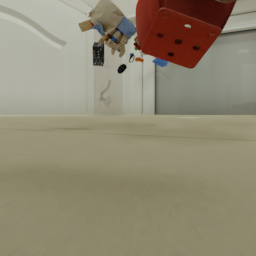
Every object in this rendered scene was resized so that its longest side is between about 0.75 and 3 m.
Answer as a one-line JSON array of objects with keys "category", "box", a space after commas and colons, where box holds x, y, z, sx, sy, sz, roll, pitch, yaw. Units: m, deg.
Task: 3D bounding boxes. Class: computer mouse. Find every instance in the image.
[{"category": "computer mouse", "box": [-0.078, -2.509, 10.978, 0.279, 0.953, 0.162, 44, -4, -21]}]

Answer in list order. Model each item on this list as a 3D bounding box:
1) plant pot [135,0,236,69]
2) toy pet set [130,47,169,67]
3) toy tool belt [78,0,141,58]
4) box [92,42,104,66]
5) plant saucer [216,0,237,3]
[{"category": "plant pot", "box": [1.476, -3.078, 7.589, 2.387, 2.106, 2.390, 16, -29, -9]}, {"category": "toy pet set", "box": [0.976, -3.029, 11.543, 1.390, 0.791, 1.489, 25, -47, -17]}, {"category": "toy tool belt", "box": [-0.480, -3.297, 9.937, 2.328, 1.431, 1.453, 40, 14, -26]}, {"category": "box", "box": [-1.122, -2.823, 10.714, 0.414, 0.781, 0.478, 3, 38, 0]}, {"category": "plant saucer", "box": [1.792, -3.175, 6.037, 1.517, 1.517, 0.261, -2, -34, -32]}]
